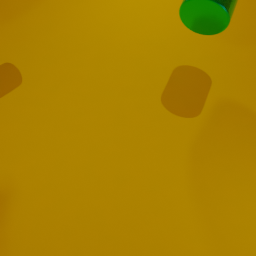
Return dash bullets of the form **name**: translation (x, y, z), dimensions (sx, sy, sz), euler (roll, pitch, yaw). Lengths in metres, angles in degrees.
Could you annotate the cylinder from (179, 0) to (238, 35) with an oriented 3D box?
- **cylinder**: translation (2.093, -3.256, 7.058), dimensions (1.281, 1.281, 1.281), euler (21, 74, 11)
